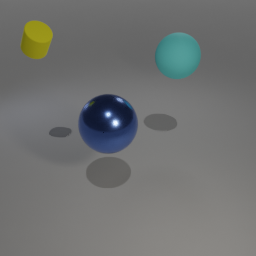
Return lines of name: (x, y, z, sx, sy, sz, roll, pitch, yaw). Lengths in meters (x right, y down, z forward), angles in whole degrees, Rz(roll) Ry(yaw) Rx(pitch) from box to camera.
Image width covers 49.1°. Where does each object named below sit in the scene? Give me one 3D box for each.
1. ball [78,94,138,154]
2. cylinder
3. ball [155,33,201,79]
ball: (-0.463, -0.096, 6.586, 1.400, 1.400, 1.400, 0, 29, 0)
cylinder: (-2.383, -2.280, 7.279, 0.700, 0.700, 0.700, 13, 60, -23)
ball: (1.542, -2.228, 8.705, 1.400, 1.400, 1.400, 0, 29, 0)
